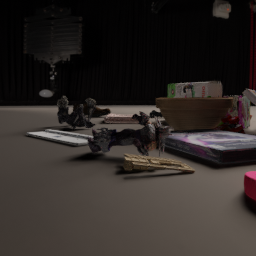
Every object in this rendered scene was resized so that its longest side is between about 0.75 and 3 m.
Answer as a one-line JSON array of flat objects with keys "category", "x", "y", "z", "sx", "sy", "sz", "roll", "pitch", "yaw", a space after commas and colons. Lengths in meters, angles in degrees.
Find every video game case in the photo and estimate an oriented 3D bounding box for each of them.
[{"category": "video game case", "x": 1.914, "y": 0.303, "z": 6.215, "sx": 2.057, "sy": 0.273, "sz": 2.879, "roll": -2, "pitch": 7, "yaw": -22}, {"category": "video game case", "x": 4.899, "y": -0.630, "z": 9.690, "sx": 1.868, "sy": 0.228, "sz": 2.613, "roll": 48, "pitch": 25, "yaw": 17}]

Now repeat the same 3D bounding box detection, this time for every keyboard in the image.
[{"category": "keyboard", "x": -1.807, "y": 0.247, "z": 7.555, "sx": 0.778, "sy": 0.147, "sz": 2.764, "roll": -12, "pitch": 12, "yaw": -42}]

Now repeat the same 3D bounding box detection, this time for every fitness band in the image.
[{"category": "fitness band", "x": 2.025, "y": 0.626, "z": 2.897, "sx": 1.535, "sy": 0.287, "sz": 1.103, "roll": 3, "pitch": 7, "yaw": 37}]

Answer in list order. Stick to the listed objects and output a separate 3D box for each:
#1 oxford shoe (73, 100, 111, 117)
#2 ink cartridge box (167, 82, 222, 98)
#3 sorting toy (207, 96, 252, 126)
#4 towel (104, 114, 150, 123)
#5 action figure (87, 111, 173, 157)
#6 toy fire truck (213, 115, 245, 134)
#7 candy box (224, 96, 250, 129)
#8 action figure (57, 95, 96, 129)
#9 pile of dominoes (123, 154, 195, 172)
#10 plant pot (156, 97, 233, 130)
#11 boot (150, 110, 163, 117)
[{"category": "oxford shoe", "x": -2.218, "y": -1.178, "z": 17.098, "sx": 2.426, "sy": 1.024, "sz": 0.882, "roll": 2, "pitch": 4, "yaw": 5}, {"category": "ink cartridge box", "x": 3.266, "y": -1.322, "z": 13.989, "sx": 1.085, "sy": 1.870, "sz": 2.583, "roll": -8, "pitch": 10, "yaw": -38}, {"category": "sorting toy", "x": 3.942, "y": -0.758, "z": 11.790, "sx": 2.948, "sy": 1.210, "sz": 1.772, "roll": -6, "pitch": 8, "yaw": -40}, {"category": "towel", "x": -0.048, "y": -0.493, "z": 13.573, "sx": 2.121, "sy": 0.358, "sz": 2.221, "roll": 0, "pitch": 5, "yaw": 0}, {"category": "action figure", "x": 0.079, "y": 0.161, "z": 5.428, "sx": 1.612, "sy": 0.559, "sz": 1.049, "roll": -9, "pitch": 34, "yaw": 8}, {"category": "toy fire truck", "x": 2.799, "y": 0.046, "z": 8.014, "sx": 0.789, "sy": 0.527, "sz": 0.940, "roll": -27, "pitch": 11, "yaw": -6}, {"category": "candy box", "x": 3.936, "y": -0.562, "z": 10.041, "sx": 0.531, "sy": 1.187, "sz": 1.741, "roll": 2, "pitch": 7, "yaw": 35}, {"category": "action figure", "x": -1.999, "y": -0.597, "z": 10.485, "sx": 1.438, "sy": 1.235, "sz": 2.420, "roll": 9, "pitch": 0, "yaw": -24}, {"category": "pile of dominoes", "x": 0.434, "y": 0.592, "z": 4.361, "sx": 1.001, "sy": 0.159, "sz": 0.780, "roll": 7, "pitch": 4, "yaw": -8}, {"category": "plant pot", "x": 2.096, "y": -0.432, "z": 9.049, "sx": 2.412, "sy": 1.113, "sz": 2.412, "roll": 0, "pitch": 8, "yaw": 0}, {"category": "boot", "x": 2.007, "y": -0.851, "z": 16.667, "sx": 1.236, "sy": 0.406, "sz": 1.019, "roll": -2, "pitch": 16, "yaw": 21}]
